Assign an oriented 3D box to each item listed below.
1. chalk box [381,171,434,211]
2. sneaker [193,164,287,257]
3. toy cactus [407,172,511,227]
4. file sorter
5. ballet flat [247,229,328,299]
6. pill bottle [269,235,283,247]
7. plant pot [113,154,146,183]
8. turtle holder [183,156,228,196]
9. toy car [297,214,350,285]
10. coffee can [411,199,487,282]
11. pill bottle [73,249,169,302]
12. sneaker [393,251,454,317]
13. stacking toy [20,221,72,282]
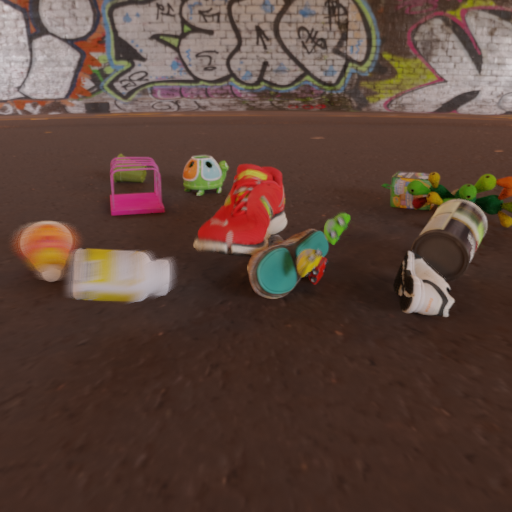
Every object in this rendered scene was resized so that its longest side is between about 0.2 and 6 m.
[{"bbox_3d":[4.143,-1.788,15.282,1.396,0.864,0.868,8,22,26],"label":"chalk box"},{"bbox_3d":[-0.252,-0.974,10.739,1.365,1.505,3.544,7,20,11],"label":"sneaker"},{"bbox_3d":[5.079,-1.252,13.562,2.808,1.436,2.317,2,0,13],"label":"toy cactus"},{"bbox_3d":[-3.283,-1.942,15.153,1.351,1.219,1.944,-4,19,-14],"label":"file sorter"},{"bbox_3d":[0.392,0.178,9.747,0.857,0.868,2.550,-12,6,35],"label":"ballet flat"},{"bbox_3d":[0.427,-0.222,11.447,0.324,0.324,0.572,-1,19,-4],"label":"pill bottle"},{"bbox_3d":[-4.102,-2.776,18.364,0.901,0.949,0.949,13,19,2],"label":"plant pot"},{"bbox_3d":[-1.477,-2.473,16.971,1.498,1.064,1.138,-6,19,-15],"label":"turtle holder"},{"bbox_3d":[1.111,-0.178,9.288,0.304,1.282,1.362,32,1,18],"label":"toy car"},{"bbox_3d":[3.501,-0.303,10.122,0.997,0.997,1.363,11,35,30],"label":"coffee can"},{"bbox_3d":[-2.019,0.299,8.380,1.350,0.756,0.756,4,17,-19],"label":"pill bottle"},{"bbox_3d":[2.684,0.495,9.052,0.738,0.680,1.846,15,24,2],"label":"sneaker"},{"bbox_3d":[-3.765,0.036,10.243,0.930,0.930,1.273,-9,38,-24],"label":"stacking toy"}]
